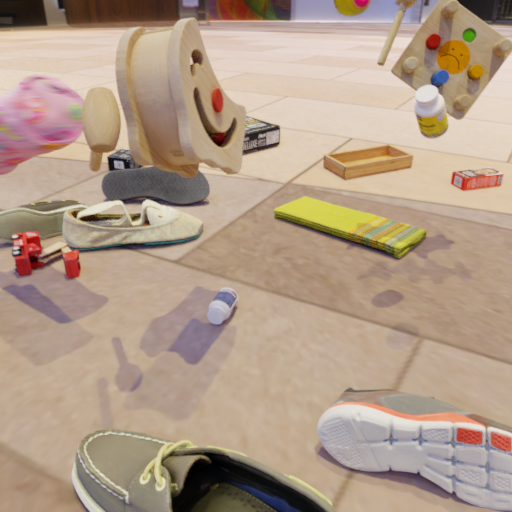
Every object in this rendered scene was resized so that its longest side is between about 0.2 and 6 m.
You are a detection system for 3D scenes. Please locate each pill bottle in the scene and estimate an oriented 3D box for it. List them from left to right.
[{"bbox_3d":[-0.514,0.763,8.439,0.338,0.338,0.609,8,30,15],"label":"pill bottle"},{"bbox_3d":[2.235,-1.847,7.181,0.376,0.675,0.376,-13,56,20],"label":"pill bottle"}]

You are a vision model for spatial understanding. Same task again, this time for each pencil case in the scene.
[{"bbox_3d":[-3.245,-1.742,7.629,2.282,0.998,0.998,-4,18,47],"label":"pencil case"}]

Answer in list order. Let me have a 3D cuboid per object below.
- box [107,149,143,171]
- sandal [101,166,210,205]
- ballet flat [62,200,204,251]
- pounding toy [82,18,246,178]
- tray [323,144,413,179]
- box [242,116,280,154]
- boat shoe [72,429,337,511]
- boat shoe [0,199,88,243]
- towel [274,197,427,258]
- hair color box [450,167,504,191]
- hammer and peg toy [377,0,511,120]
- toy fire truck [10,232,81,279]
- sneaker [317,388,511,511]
[{"bbox_3d":[-3.297,-2.404,14.194,0.668,0.399,0.679,10,30,18],"label":"box"},{"bbox_3d":[-2.175,-1.598,12.336,2.375,0.903,0.509,3,1,4],"label":"sandal"},{"bbox_3d":[-2.268,-0.634,10.499,2.645,0.825,0.892,-8,30,-14],"label":"ballet flat"},{"bbox_3d":[-1.186,-1.729,6.399,1.493,1.488,2.603,-2,0,18],"label":"pounding toy"},{"bbox_3d":[2.841,-2.400,14.234,2.039,0.377,1.005,-14,32,-22],"label":"tray"},{"bbox_3d":[-0.772,-3.359,15.742,2.331,0.580,1.838,-21,34,-32],"label":"box"},{"bbox_3d":[-0.532,2.205,5.210,2.951,0.882,1.055,15,32,25],"label":"boat shoe"},{"bbox_3d":[-4.189,-0.697,10.809,1.954,0.696,0.588,-9,28,-31],"label":"boat shoe"},{"bbox_3d":[1.827,-0.637,11.171,2.881,0.260,1.240,21,29,34],"label":"towel"},{"bbox_3d":[5.203,-1.819,13.201,1.053,0.322,0.534,-9,29,-17],"label":"hair color box"},{"bbox_3d":[2.787,-3.207,8.725,1.977,1.454,0.697,34,9,-3],"label":"hammer and peg toy"},{"bbox_3d":[-3.717,-0.039,9.881,1.066,0.368,1.511,-11,30,-20],"label":"toy fire truck"},{"bbox_3d":[1.954,1.820,5.939,2.480,0.956,1.015,11,24,17],"label":"sneaker"}]
